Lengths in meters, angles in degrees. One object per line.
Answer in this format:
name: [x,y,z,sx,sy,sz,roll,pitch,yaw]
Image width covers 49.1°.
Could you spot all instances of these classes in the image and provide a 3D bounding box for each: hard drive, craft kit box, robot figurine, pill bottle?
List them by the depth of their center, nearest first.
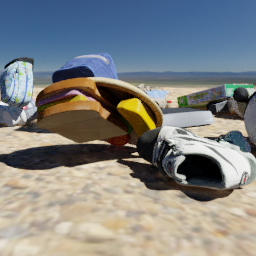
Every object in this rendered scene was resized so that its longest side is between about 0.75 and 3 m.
robot figurine: [3.794,-0.336,6.890,2.096,1.741,2.789,-10,5,26]
pill bottle: [-3.847,-0.561,10.378,0.814,0.814,1.362,8,26,35]
hard drive: [1.750,-0.401,10.397,2.522,0.534,1.701,-6,12,-27]
craft kit box: [4.608,-1.681,14.741,2.912,0.706,2.876,-8,-5,-42]

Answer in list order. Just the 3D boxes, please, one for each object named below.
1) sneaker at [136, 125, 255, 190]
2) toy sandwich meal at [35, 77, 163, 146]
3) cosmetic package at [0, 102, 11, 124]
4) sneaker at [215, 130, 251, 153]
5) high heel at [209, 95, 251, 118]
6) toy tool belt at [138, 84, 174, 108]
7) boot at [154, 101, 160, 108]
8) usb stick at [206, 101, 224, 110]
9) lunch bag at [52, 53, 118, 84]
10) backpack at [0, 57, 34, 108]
sneaker: [0.890,0.492,4.948,2.379,0.881,1.053,10,13,43]
toy sandwich meal: [-0.563,-0.088,6.150,2.845,0.974,2.845,7,-29,4]
cosmetic package: [-4.746,-0.747,11.786,1.990,0.682,2.639,7,13,28]
sneaker: [2.334,0.315,6.745,0.800,0.499,1.356,7,14,3]
high heel: [5.347,-1.031,12.273,2.087,1.045,2.928,-12,10,-37]
toy tool belt: [1.433,-1.546,14.095,2.217,1.362,1.384,-7,13,-32]
boot: [-0.265,-0.999,11.971,2.973,1.038,1.957,-9,10,-31]
usb stick: [5.389,-1.218,14.427,2.885,0.470,0.800,-6,-1,-20]
lunch bag: [-1.134,-1.134,9.246,1.676,2.467,1.632,0,30,25]
backpack: [-3.830,-1.493,9.677,1.334,1.635,1.257,-17,-5,37]
